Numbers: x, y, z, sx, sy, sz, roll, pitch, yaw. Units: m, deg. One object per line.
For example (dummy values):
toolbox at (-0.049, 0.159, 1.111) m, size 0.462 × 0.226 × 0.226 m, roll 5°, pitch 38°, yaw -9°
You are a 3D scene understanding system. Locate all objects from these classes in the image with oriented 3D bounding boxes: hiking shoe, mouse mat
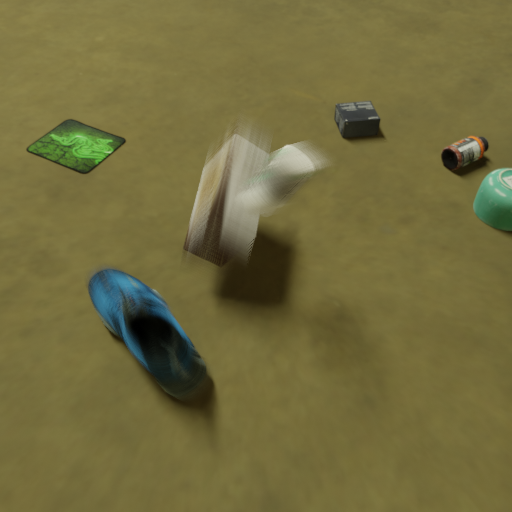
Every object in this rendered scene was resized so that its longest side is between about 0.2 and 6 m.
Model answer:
hiking shoe at (-1.638, 0.840, 8.043) m, size 0.936 × 1.090 × 2.515 m, roll -40°, pitch 58°, yaw -20°
mouse mat at (-3.791, -2.341, 11.800) m, size 1.692 × 0.064 × 1.361 m, roll 23°, pitch 51°, yaw 19°

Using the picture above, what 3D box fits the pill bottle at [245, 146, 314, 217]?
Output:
pill bottle at (0.295, -0.969, 7.407) m, size 0.512 × 0.906 × 0.512 m, roll 33°, pitch 29°, yaw -21°

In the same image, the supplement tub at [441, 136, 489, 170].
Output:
supplement tub at (4.222, -2.098, 11.270) m, size 0.939 × 0.502 × 0.502 m, roll -24°, pitch 52°, yaw -21°

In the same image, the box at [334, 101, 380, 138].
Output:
box at (2.172, -2.953, 12.108) m, size 0.805 × 0.419 × 0.733 m, roll -6°, pitch 46°, yaw -5°

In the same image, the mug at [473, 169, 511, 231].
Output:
mug at (4.672, -1.048, 10.097) m, size 1.274 × 0.788 × 1.047 m, roll 17°, pitch 50°, yaw 15°

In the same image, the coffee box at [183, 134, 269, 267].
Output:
coffee box at (-0.456, -0.885, 8.882) m, size 0.728 × 1.031 × 1.825 m, roll 28°, pitch 48°, yaw -23°
